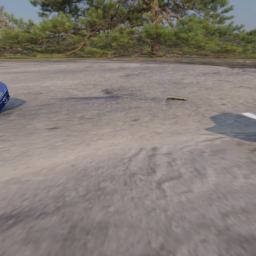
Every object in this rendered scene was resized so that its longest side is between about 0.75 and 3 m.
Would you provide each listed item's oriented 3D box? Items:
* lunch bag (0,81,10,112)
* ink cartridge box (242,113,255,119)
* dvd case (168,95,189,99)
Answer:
[{"bbox_3d":[-4.460,-1.116,8.953,1.310,0.890,0.866,25,-26,-5],"label":"lunch bag"},{"bbox_3d":[3.761,-0.313,5.265,2.767,0.934,1.611,17,11,28],"label":"ink cartridge box"},{"bbox_3d":[2.071,-1.253,11.448,0.789,0.063,0.587,9,11,16],"label":"dvd case"}]
